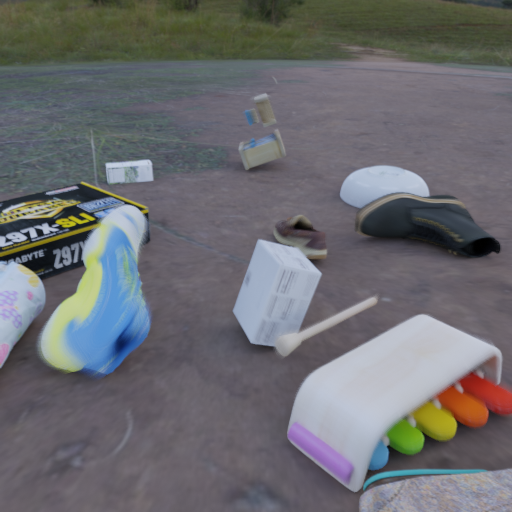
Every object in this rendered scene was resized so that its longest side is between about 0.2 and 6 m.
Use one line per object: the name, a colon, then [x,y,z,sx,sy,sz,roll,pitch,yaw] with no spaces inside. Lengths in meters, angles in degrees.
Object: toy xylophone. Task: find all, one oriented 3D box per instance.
toy xylophone: [1.654,1.490,7.089,3.099,0.779,2.269,-14,28,-28]

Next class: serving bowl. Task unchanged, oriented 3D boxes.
serving bowl: [3.318,-1.828,14.378,2.256,0.742,2.256,1,25,0]

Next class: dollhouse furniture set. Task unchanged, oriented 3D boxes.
dollhouse furniture set: [-0.003,-3.761,16.783,1.282,1.819,1.275,-18,20,7]

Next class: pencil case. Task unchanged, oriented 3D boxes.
pencil case: [-3.785,1.000,7.805,0.984,1.074,2.367,14,25,-6]

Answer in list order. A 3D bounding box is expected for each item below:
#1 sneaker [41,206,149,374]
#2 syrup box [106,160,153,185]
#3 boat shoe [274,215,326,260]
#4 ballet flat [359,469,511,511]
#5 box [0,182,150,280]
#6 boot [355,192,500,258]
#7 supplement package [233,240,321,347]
sneaker: [-1.907,0.536,7.983,1.332,0.960,2.536,17,74,18]
syrup box: [-3.578,-2.370,15.840,1.248,0.491,0.508,-8,26,-17]
boat shoe: [0.903,-0.510,11.417,0.679,0.678,1.883,-2,19,-18]
ballet flat: [2.407,2.429,5.150,2.880,0.980,0.968,-7,46,-4]
box: [-4.329,-0.528,11.454,2.732,0.844,3.421,24,34,39]
boot: [3.483,-0.533,11.431,2.531,0.980,1.751,-10,35,-11]
supplement package: [0.282,0.561,8.367,0.703,1.267,0.987,13,19,-24]
